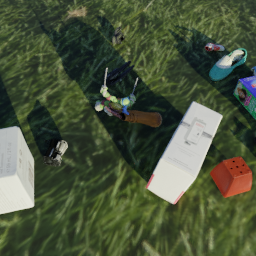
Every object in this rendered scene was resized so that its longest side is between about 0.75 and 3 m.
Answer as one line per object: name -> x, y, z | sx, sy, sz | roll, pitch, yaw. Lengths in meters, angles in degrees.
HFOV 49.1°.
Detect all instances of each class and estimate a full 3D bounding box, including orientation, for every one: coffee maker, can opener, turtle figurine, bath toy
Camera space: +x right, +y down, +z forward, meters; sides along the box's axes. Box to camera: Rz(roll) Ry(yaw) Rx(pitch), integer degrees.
coffee maker -> -2.417, 0.793, 9.001 | 0.766, 0.537, 0.797 | -5, 44, 20
can opener -> -0.284, -2.290, 11.666 | 1.704, 0.670, 0.540 | -40, 103, -38
turtle figurine -> -0.392, -1.072, 9.490 | 1.149, 1.548, 1.597 | -16, 87, -36
bath toy -> -0.424, -0.885, 10.554 | 1.015, 0.375, 0.441 | -17, 50, -14

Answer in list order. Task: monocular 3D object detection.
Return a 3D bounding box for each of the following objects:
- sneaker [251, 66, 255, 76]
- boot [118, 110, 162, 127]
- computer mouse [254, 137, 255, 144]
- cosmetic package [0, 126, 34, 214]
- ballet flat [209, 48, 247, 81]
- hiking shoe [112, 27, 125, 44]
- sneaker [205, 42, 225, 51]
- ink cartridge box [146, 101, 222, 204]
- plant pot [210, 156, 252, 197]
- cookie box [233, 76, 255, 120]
sneaker -> 5.472, -2.170, 11.773 | 0.377, 0.373, 1.039 | -20, 49, 23
boot -> 0.388, -0.374, 9.505 | 1.076, 0.532, 1.386 | 4, 14, -34
computer mouse -> 5.416, 0.741, 8.976 | 2.295, 0.528, 1.612 | 1, 47, 1
cosmetic package -> -3.819, 1.272, 7.699 | 2.049, 1.704, 1.714 | -11, 49, -8
ballet flat -> 4.314, -2.851, 12.034 | 2.279, 0.802, 0.767 | -34, 55, -26
hiking shoe -> -0.405, -4.538, 13.872 | 0.595, 0.448, 1.182 | 16, 58, 2
sneaker -> 4.075, -3.745, 13.193 | 0.880, 0.294, 0.472 | 29, 55, 28
ink cartridge box -> 1.629, 0.696, 8.114 | 1.003, 1.775, 2.423 | 28, 53, 10
plant pot -> 3.102, 1.354, 8.245 | 0.905, 0.799, 0.906 | -13, 49, -12
cookie box -> 5.351, -1.051, 10.402 | 1.824, 0.801, 2.133 | -14, 49, -12
